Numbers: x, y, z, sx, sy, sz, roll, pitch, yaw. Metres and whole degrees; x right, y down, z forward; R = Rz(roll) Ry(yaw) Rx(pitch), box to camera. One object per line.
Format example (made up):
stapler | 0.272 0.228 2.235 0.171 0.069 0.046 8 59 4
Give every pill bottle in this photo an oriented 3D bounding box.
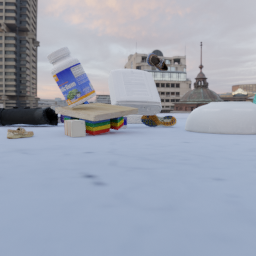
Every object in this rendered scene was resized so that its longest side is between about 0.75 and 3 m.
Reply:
pill bottle | -1.609 -1.424 7.846 0.868 1.550 0.868 -27 12 6

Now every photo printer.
photo printer | 0.186 -1.492 10.958 1.875 0.782 2.253 0 46 -13

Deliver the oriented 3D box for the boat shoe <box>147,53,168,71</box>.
boat shoe | 0.781 -1.668 7.131 0.307 0.306 0.848 25 9 33

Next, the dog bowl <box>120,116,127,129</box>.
dog bowl | -0.583 -0.214 10.495 1.112 0.438 1.112 0 4 0

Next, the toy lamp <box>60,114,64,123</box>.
toy lamp | -1.728 -0.465 12.429 2.496 0.727 0.727 -3 5 -27

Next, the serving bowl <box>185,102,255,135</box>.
serving bowl | 3.297 -0.367 9.052 2.869 0.944 2.869 -1 3 0

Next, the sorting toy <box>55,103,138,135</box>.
sorting toy | -0.917 -0.297 8.355 1.775 0.618 1.764 11 16 41

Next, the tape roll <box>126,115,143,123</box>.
tape roll | 0.277 -0.471 14.676 2.179 0.398 2.179 0 3 0

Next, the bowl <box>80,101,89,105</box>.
bowl | -3.347 -1.390 19.946 0.328 1.673 1.673 -26 -15 41

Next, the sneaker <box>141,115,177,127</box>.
sneaker | 1.239 -0.239 11.189 1.434 0.540 0.632 8 -6 18

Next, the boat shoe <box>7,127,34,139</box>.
boat shoe | -2.634 0.110 6.923 0.282 0.256 0.792 2 4 23

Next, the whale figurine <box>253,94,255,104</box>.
whale figurine | 4.903 -0.879 9.355 1.469 2.252 2.831 -24 -19 28

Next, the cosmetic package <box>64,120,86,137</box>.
cosmetic package | -1.402 0.004 7.326 0.360 0.427 0.826 -3 3 -26

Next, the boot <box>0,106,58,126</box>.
boot | -4.578 -0.448 11.162 2.922 0.959 2.408 5 6 12

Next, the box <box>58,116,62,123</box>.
box | -3.501 -0.462 14.959 1.117 0.341 1.410 -2 4 -28
